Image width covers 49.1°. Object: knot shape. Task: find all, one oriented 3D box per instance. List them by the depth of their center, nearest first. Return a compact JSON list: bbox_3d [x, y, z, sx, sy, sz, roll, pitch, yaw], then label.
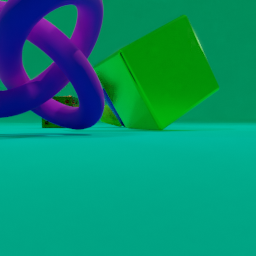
[{"bbox_3d":[-1.040,-0.664,2.779,1.617,1.728,0.798,-2,36,-18],"label":"knot shape"}]

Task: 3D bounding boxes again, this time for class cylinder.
[{"bbox_3d":[0.007,-0.779,7.763,1.108,1.108,1.108,-29,-23,-14],"label":"cylinder"}]

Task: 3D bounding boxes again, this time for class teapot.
[{"bbox_3d":[-0.402,-0.432,8.841,1.438,0.704,0.894,15,1,5],"label":"teapot"}]

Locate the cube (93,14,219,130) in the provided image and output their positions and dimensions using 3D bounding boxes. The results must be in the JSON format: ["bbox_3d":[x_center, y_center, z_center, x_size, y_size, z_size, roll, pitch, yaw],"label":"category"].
[{"bbox_3d":[0.447,-0.890,4.938,1.367,1.367,1.367,-34,14,-19],"label":"cube"}]

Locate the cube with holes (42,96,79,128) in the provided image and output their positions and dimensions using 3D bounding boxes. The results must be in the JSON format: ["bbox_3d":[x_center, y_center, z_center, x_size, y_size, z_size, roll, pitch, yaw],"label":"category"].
[{"bbox_3d":[-1.704,-0.396,7.264,0.781,0.781,0.781,0,1,7],"label":"cube with holes"}]
